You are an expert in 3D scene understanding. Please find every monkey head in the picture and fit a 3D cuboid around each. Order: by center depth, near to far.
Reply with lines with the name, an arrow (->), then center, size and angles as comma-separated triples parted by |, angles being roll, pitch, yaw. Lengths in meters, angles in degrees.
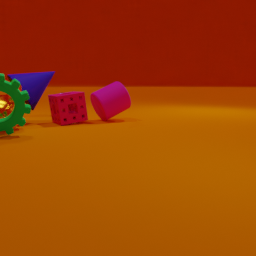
monkey head -> -3.442, -0.601, 7.492 | 1.169, 1.395, 1.939 | 8, 5, -3

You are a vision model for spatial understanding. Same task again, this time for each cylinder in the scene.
cylinder -> -0.599, -0.925, 9.623 | 1.036, 1.036, 1.036 | -30, 21, -21

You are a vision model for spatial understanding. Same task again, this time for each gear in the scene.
gear -> -3.053, -0.525, 6.537 | 1.458, 1.458, 0.270 | -4, 23, -24

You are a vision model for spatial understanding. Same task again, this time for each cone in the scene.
cone -> -2.924, -1.485, 9.093 | 1.332, 1.327, 1.327 | -38, 24, -19

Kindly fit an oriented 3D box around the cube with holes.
cube with holes -> -1.938, -0.660, 9.033 | 0.900, 0.900, 0.900 | -14, 15, -30
